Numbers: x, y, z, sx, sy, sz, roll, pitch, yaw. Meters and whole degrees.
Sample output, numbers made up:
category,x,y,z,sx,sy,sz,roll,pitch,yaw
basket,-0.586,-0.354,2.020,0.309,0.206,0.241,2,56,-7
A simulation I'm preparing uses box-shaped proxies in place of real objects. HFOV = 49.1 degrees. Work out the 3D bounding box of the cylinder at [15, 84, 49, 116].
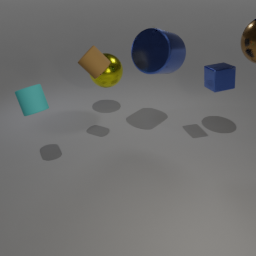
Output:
category,x,y,z,sx,sy,sz,roll,pitch,yaw
cylinder,-2.592,-0.756,7.581,0.700,0.700,0.700,-17,12,4

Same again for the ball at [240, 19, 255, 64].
category,x,y,z,sx,sy,sz,roll,pitch,yaw
ball,4.064,-2.580,8.246,1.400,1.400,1.400,0,29,0

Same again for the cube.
category,x,y,z,sx,sy,sz,roll,pitch,yaw
cube,2.864,-1.596,8.778,0.700,0.700,0.700,-12,26,-9

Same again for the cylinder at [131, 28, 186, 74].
category,x,y,z,sx,sy,sz,roll,pitch,yaw
cylinder,1.032,-2.503,9.287,1.400,1.400,1.400,17,19,28

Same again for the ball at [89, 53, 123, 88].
category,x,y,z,sx,sy,sz,roll,pitch,yaw
ball,-0.905,-2.360,11.527,1.400,1.400,1.400,0,29,0

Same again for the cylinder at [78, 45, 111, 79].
category,x,y,z,sx,sy,sz,roll,pitch,yaw
cylinder,-0.997,-1.942,8.280,0.700,0.700,0.700,-42,19,18
